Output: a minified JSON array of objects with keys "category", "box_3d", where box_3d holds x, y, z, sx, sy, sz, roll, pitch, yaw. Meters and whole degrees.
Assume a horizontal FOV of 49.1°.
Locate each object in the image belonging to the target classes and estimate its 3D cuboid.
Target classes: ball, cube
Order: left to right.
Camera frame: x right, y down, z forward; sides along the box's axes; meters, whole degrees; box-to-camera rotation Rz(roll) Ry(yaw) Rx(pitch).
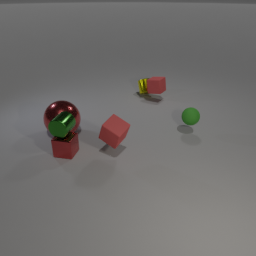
[{"category":"ball","box_3d":[-2.529,-0.363,10.776,1.400,1.400,1.400,0,28,0]},{"category":"cube","box_3d":[-2.169,0.585,9.742,0.700,0.700,0.700,6,28,11]},{"category":"cube","box_3d":[-0.452,0.111,9.258,0.700,0.700,0.700,33,49,10]},{"category":"cube","box_3d":[1.414,-2.115,13.839,0.700,0.700,0.700,7,26,31]},{"category":"ball","box_3d":[2.425,-0.447,10.825,0.700,0.700,0.700,0,28,0]}]

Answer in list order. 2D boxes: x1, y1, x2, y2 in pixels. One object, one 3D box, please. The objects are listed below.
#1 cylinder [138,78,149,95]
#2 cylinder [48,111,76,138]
[{"category":"cylinder","box_3d":[0.906,-2.165,14.624,0.700,0.700,0.700,-10,-5,-1]},{"category":"cylinder","box_3d":[-2.235,-0.114,9.517,0.700,0.700,0.700,7,31,14]}]
